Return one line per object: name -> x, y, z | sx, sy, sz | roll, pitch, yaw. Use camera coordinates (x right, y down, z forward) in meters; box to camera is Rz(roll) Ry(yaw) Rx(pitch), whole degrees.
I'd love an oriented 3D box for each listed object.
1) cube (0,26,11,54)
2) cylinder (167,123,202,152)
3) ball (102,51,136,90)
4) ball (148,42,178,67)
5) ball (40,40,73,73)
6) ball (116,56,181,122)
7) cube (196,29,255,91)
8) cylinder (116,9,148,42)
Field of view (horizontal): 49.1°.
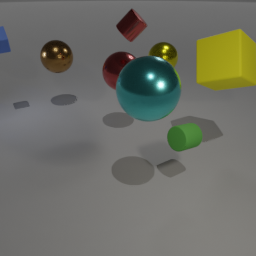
cube -> -4.992, -3.348, 10.739 | 0.700, 0.700, 0.700 | -18, 69, -20
cylinder -> 1.562, 0.247, 7.716 | 0.700, 0.700, 0.700 | -10, 28, -39
ball -> -0.224, -2.026, 10.046 | 1.400, 1.400, 1.400 | 0, 28, 0
ball -> 1.616, -3.256, 12.977 | 1.400, 1.400, 1.400 | 0, 28, 0
ball -> -3.084, -3.087, 12.149 | 1.400, 1.400, 1.400 | 0, 28, 0
ball -> 0.438, -0.833, 6.025 | 1.400, 1.400, 1.400 | 0, 28, 0
cube -> 3.091, -2.049, 8.799 | 1.400, 1.400, 1.400 | -3, -6, 41
cylinder -> 0.114, -3.118, 8.526 | 0.700, 0.700, 0.700 | 40, 23, -21
